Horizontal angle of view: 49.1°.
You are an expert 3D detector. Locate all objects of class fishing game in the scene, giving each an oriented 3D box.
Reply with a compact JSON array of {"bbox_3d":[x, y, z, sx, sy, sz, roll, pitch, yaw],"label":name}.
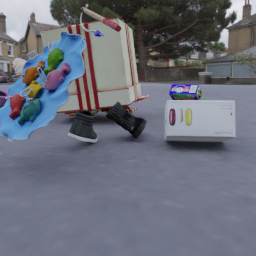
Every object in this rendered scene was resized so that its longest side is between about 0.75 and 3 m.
[{"bbox_3d":[-1.336,-0.687,3.997,0.418,2.691,1.927,38,7,-40],"label":"fishing game"}]

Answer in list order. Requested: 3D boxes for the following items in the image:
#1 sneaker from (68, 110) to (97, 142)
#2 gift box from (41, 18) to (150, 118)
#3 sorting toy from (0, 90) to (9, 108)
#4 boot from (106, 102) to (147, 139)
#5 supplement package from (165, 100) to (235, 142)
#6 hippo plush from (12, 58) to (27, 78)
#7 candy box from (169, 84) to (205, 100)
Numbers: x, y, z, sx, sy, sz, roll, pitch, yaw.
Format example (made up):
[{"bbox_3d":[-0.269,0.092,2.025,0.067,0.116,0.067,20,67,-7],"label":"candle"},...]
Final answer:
[{"bbox_3d":[-0.799,-0.042,5.668,0.409,0.574,1.158,22,1,12],"label":"sneaker"},{"bbox_3d":[-0.827,-1.751,8.966,2.678,2.710,2.902,-4,10,16],"label":"gift box"},{"bbox_3d":[-4.519,-1.111,8.123,2.756,1.131,1.656,18,16,-26],"label":"sorting toy"},{"bbox_3d":[-0.028,-0.217,6.326,0.858,0.432,1.147,36,6,-2],"label":"boot"},{"bbox_3d":[1.381,-0.114,5.618,1.262,0.700,0.983,0,-7,6],"label":"supplement package"},{"bbox_3d":[-3.709,-1.494,10.440,1.686,1.702,2.117,24,11,-33],"label":"hippo plush"},{"bbox_3d":[2.125,-1.004,9.809,1.008,0.459,1.192,7,-26,36],"label":"candy box"}]
